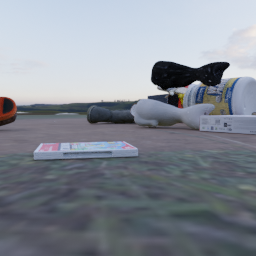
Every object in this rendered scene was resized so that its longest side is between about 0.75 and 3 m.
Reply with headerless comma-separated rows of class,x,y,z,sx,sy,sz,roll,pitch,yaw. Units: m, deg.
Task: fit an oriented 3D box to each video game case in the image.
video game case,-0.596,0.302,3.940,1.298,0.113,0.928,0,3,-12

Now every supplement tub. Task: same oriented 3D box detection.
supplement tub,3.674,-0.995,11.006,1.864,1.864,2.577,-3,4,-39

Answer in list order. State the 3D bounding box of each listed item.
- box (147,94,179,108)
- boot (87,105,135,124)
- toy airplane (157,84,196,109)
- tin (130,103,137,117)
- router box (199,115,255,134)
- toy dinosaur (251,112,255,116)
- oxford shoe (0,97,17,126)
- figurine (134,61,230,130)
box,2.915,-1.171,16.682,2.945,1.577,2.186,-2,4,-28
boot,-0.330,-0.550,13.417,2.622,0.951,2.384,9,9,26
toy airplane,3.178,-1.809,14.653,2.611,2.600,1.843,-33,-13,-25
tin,0.403,-0.640,11.196,0.194,0.519,0.926,13,20,-37
router box,3.391,-0.127,8.187,1.720,0.468,1.916,-3,4,-41
toy dinosaur,5.391,-0.228,8.691,1.232,0.664,2.796,-24,20,-35
oxford shoe,-4.807,-0.214,8.496,2.751,0.979,0.998,-8,-27,-20
figurine,1.909,-1.152,9.922,2.804,2.873,1.237,5,-26,41
